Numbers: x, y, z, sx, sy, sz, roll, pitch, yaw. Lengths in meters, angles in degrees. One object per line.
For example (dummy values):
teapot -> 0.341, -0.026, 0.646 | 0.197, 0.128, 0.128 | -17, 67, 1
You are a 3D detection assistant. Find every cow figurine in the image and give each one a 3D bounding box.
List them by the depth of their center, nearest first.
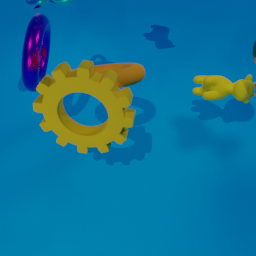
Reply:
cow figurine -> 2.553, -1.065, 7.399 | 1.348, 0.752, 1.370 | -2, 15, -12

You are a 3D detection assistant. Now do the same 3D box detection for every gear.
gear -> -0.830, -0.337, 5.406 | 1.898, 1.898, 0.351 | 6, 37, 5

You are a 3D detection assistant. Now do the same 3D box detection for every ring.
ring -> -0.591, -1.230, 6.650 | 2.014, 0.403, 2.014 | -6, 18, 2
ring -> -2.290, -1.869, 7.070 | 0.386, 1.930, 1.930 | 9, 51, -10

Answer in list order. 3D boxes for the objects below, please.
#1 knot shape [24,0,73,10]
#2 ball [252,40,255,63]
knot shape -> -1.958, -3.301, 6.544 | 1.348, 0.623, 1.262 | 36, 89, -1
ball -> 2.996, -1.558, 5.551 | 0.970, 0.970, 0.970 | 0, 52, 0
